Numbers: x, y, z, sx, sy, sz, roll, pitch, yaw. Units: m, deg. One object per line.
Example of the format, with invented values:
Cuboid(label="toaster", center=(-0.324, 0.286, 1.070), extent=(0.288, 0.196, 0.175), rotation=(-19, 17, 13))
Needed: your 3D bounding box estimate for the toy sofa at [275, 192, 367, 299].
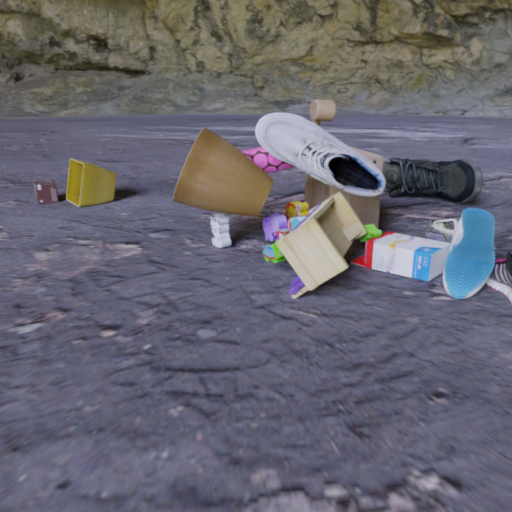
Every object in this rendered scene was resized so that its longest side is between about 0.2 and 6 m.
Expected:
Cuboid(label="toy sofa", center=(1.066, -0.247, 9.768), extent=(1.147, 0.973, 2.350), rotation=(-32, 5, 26))

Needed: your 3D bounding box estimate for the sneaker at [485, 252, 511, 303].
Cuboid(label="sneaker", center=(4.355, 0.214, 9.230), extent=(0.763, 0.905, 2.069), rotation=(1, 18, 2))

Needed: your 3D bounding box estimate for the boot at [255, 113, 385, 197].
Cuboid(label="boot", center=(1.223, -1.903, 10.419), extent=(2.619, 0.963, 1.252), rotation=(23, 12, -6))

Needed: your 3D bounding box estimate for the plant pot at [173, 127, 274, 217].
Cuboid(label="plant pot", center=(-0.570, -1.458, 11.066), extent=(1.687, 1.572, 1.572), rotation=(24, 18, -4))

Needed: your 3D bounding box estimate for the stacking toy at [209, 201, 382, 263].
Cuboid(label="stacking toy", center=(0.664, -0.571, 11.319), extent=(2.263, 0.705, 3.001), rotation=(-13, 15, -28))

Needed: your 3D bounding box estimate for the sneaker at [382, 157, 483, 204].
Cuboid(label="sneaker", center=(4.797, -2.137, 15.886), extent=(1.913, 1.276, 3.339), rotation=(-7, 17, -17))

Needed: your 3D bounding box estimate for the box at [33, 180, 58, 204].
Cuboid(label="box", center=(-6.003, -1.832, 15.970), extent=(0.555, 0.561, 0.676), rotation=(-9, 20, -25))

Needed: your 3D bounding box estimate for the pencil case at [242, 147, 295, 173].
Cuboid(label="pencil case", center=(0.271, -2.072, 11.828), extent=(1.289, 0.604, 0.585), rotation=(-15, 33, -4))

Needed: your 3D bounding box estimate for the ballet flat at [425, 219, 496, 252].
Cuboid(label="ballet flat", center=(4.303, -0.471, 11.877), extent=(0.586, 0.586, 1.629), rotation=(-14, 23, -36))

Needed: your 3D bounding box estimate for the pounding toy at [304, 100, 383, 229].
Cuboid(label="pounding toy", center=(1.929, -2.157, 13.151), extent=(1.341, 2.932, 2.576), rotation=(-4, 19, -14))

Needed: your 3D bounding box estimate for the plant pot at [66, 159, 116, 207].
Cuboid(label="plant pot", center=(-4.626, -2.036, 15.839), extent=(1.050, 1.190, 1.190), rotation=(1, 14, -37))

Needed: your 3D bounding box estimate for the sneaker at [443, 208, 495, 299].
Cuboid(label="sneaker", center=(3.703, 0.070, 9.749), extent=(0.765, 0.808, 2.001), rotation=(17, 49, 19))

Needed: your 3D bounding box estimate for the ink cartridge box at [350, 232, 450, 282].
Cuboid(label="ink cartridge box", center=(2.699, -0.040, 10.568), extent=(1.610, 0.541, 0.935), rotation=(14, 22, 37))
